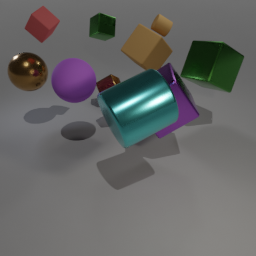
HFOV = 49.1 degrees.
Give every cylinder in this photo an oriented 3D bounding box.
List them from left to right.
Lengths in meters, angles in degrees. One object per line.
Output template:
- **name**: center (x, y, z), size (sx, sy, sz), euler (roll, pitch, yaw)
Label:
- **cylinder**: center (0.212, -0.453, 6.484), size (1.400, 1.400, 1.400), euler (-28, 36, -11)
- **cylinder**: center (1.451, -4.416, 12.069), size (0.700, 0.700, 0.700), euler (25, 25, -17)

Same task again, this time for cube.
- **cube**: center (-2.784, -3.364, 9.104), size (0.700, 0.700, 0.700), euler (40, 46, -15)
- **cube**: center (-0.924, -3.629, 10.101), size (0.700, 0.700, 0.700), euler (2, 1, -35)
- **cube**: center (-0.631, -1.434, 10.197), size (0.700, 0.700, 0.700), euler (-26, -11, 19)
- **cube**: center (0.833, -3.413, 12.330), size (1.400, 1.400, 1.400), euler (42, 10, 29)
- **cube**: center (1.106, -0.835, 8.471), size (1.400, 1.400, 1.400), euler (-31, 28, 19)
- **cube**: center (3.040, -2.235, 10.176), size (1.400, 1.400, 1.400), euler (14, 8, -37)

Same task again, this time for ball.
- **ball**: center (-3.629, -2.035, 10.192), size (1.400, 1.400, 1.400), euler (0, 29, 0)
- **ball**: center (-1.706, -1.496, 8.865), size (1.400, 1.400, 1.400), euler (0, 29, 0)
